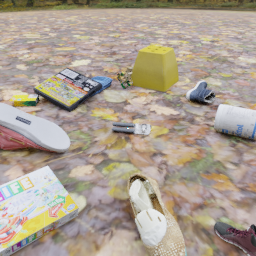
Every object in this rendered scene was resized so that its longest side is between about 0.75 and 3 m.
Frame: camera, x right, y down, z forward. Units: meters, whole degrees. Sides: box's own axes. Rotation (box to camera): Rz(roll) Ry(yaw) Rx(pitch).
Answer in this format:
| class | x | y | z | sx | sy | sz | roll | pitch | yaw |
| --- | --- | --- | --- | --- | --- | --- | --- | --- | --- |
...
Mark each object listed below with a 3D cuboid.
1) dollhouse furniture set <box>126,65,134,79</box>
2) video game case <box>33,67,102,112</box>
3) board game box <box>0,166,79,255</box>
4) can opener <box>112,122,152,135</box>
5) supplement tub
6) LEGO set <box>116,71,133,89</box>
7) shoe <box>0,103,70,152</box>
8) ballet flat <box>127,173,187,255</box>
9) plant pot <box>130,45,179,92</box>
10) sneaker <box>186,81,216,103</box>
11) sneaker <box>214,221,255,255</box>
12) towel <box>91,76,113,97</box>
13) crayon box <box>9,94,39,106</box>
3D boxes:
| class | x | y | z | sx | sy | sz | roll | pitch | yaw |
| --- | --- | --- | --- | --- | --- | --- | --- | --- | --- |
| dollhouse furniture set | 0.269 | -3.678 | 16.387 | 0.761 | 1.211 | 1.369 | 21 | 35 | 33 |
| video game case | -2.856 | -1.898 | 13.352 | 2.443 | 0.312 | 2.208 | 28 | 52 | 26 |
| board game box | -2.603 | 1.990 | 6.687 | 2.349 | 0.402 | 1.579 | -23 | 53 | -36 |
| can opener | 0.143 | 0.023 | 10.781 | 1.516 | 0.399 | 0.504 | 4 | -5 | 5 |
| supplement tub | 4.139 | -0.231 | 10.430 | 1.611 | 1.063 | 1.063 | 14 | 32 | 24 |
| LEGO set | -0.097 | -2.581 | 14.677 | 0.755 | 0.982 | 0.569 | -34 | 9 | 49 |
| shoe | -3.456 | 0.284 | 9.640 | 2.824 | 1.285 | 1.009 | 27 | 40 | -12 |
| ballet flat | 0.465 | 2.014 | 6.462 | 0.983 | 0.910 | 2.788 | -43 | 26 | 7 |
| plant pot | 1.487 | -3.331 | 15.116 | 2.114 | 1.865 | 2.114 | 15 | 33 | 25 |
| sneaker | 3.727 | -1.723 | 13.374 | 1.233 | 0.649 | 1.707 | 11 | 39 | 40 |
| sneaker | 2.553 | 2.315 | 6.245 | 0.478 | 0.729 | 1.262 | -26 | 39 | -37 |
| towel | -1.751 | -2.251 | 14.586 | 1.138 | 0.495 | 2.038 | 13 | 32 | 24 |
| crayon box | -4.824 | -1.293 | 13.081 | 1.185 | 0.301 | 0.752 | -1 | 29 | -4 |
